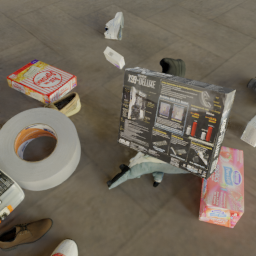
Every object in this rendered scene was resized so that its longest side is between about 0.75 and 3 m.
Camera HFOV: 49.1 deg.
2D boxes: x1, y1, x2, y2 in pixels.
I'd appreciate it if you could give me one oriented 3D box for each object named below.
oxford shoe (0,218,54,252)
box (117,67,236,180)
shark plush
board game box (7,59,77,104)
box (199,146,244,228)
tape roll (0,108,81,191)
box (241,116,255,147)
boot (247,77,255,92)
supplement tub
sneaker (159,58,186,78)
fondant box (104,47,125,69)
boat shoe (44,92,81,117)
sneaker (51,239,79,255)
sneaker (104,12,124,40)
[{"bbox_3d":[-2.741,2.798,7.506,1.484,0.626,0.539,-21,51,-19],"label":"oxford shoe"},{"bbox_3d":[1.126,-0.231,7.615,2.914,2.298,0.725,19,26,30],"label":"box"},{"bbox_3d":[0.831,1.223,8.672,2.991,1.359,1.246,-18,82,-21],"label":"shark plush"},{"bbox_3d":[-3.504,-1.913,11.516,2.211,0.512,1.675,24,48,17],"label":"board game box"},{"bbox_3d":[2.740,1.649,8.199,0.984,1.067,2.079,11,49,9],"label":"box"},{"bbox_3d":[-2.823,0.637,8.921,2.560,0.846,2.560,0,60,-1],"label":"tape roll"},{"bbox_3d":[4.478,0.047,9.728,0.552,0.840,0.844,37,58,27],"label":"box"},{"bbox_3d":[5.287,-1.481,11.298,1.153,0.611,1.751,35,47,30],"label":"boot"},{"bbox_3d":[-4.033,2.221,7.536,1.329,1.329,2.168,27,55,22],"label":"supplement tub"},{"bbox_3d":[1.219,-1.182,8.205,0.847,0.709,1.867,7,74,-33],"label":"sneaker"},{"bbox_3d":[-0.515,-2.682,10.786,0.717,0.994,0.290,35,91,4],"label":"fondant box"},{"bbox_3d":[-2.839,-0.601,10.336,2.359,0.761,0.841,-35,58,-26],"label":"boat shoe"},{"bbox_3d":[-1.807,3.495,6.549,0.708,1.136,2.119,16,51,13],"label":"sneaker"},{"bbox_3d":[-0.703,-5.338,14.459,0.925,0.791,2.124,2,49,8],"label":"sneaker"}]
